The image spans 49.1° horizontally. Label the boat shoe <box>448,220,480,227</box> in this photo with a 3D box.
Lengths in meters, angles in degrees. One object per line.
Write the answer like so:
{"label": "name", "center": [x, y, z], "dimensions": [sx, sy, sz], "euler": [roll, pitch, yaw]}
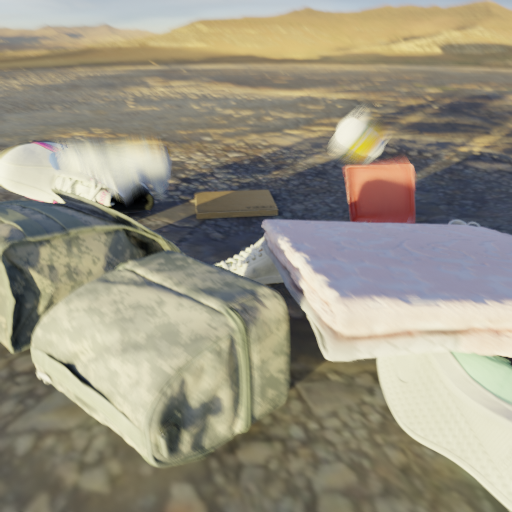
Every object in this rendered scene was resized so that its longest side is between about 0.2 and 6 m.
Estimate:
{"label": "boat shoe", "center": [3.624, -0.170, 9.739], "dimensions": [0.739, 0.853, 2.000], "euler": [5, 25, 12]}

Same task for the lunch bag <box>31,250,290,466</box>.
{"label": "lunch bag", "center": [-1.060, 1.059, 6.032], "dimensions": [2.311, 1.610, 1.938], "euler": [21, 30, 39]}

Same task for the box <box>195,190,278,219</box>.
{"label": "box", "center": [-0.496, -1.208, 12.888], "dimensions": [1.808, 0.192, 1.478], "euler": [-3, 24, -6]}

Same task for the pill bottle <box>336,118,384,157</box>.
{"label": "pill bottle", "center": [1.891, -2.087, 10.054], "dimensions": [0.896, 0.505, 0.505], "euler": [15, 8, -44]}

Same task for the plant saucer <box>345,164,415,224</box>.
{"label": "plant saucer", "center": [2.494, -1.240, 11.178], "dimensions": [1.316, 1.318, 0.242], "euler": [2, 32, 22]}

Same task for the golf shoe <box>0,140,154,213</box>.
{"label": "golf shoe", "center": [-3.607, -1.565, 11.560], "dimensions": [3.313, 1.203, 1.525], "euler": [3, 19, -47]}

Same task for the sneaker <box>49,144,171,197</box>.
{"label": "sneaker", "center": [-2.745, -1.588, 10.593], "dimensions": [2.244, 0.989, 0.845], "euler": [-1, 17, -6]}

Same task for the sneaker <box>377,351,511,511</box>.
{"label": "sneaker", "center": [2.598, 1.518, 5.836], "dimensions": [1.761, 1.099, 2.985], "euler": [0, 19, -21]}

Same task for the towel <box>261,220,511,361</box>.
{"label": "towel", "center": [2.321, 0.249, 7.008], "dimensions": [4.080, 0.688, 4.271], "euler": [1, 14, -8]}

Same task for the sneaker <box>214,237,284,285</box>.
{"label": "sneaker", "center": [-0.074, 0.053, 9.277], "dimensions": [2.002, 0.847, 0.729], "euler": [-10, 27, -18]}

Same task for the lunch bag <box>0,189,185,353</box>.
{"label": "lunch bag", "center": [-2.830, -0.026, 8.429], "dimensions": [2.394, 1.716, 2.919], "euler": [19, 25, 41]}
